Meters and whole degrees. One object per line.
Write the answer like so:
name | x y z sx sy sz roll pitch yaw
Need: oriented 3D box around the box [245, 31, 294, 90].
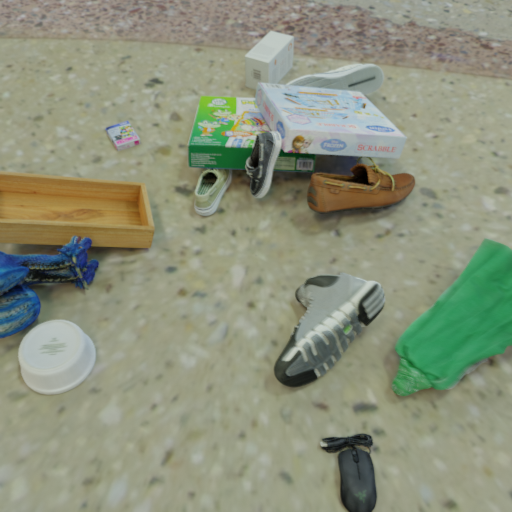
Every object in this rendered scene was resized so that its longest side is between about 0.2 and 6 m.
box | 0.364 -5.278 15.231 0.739 0.943 1.516 22 53 18

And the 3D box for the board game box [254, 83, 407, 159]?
board game box | 1.534 -3.005 12.305 2.627 0.540 2.620 0 36 -16

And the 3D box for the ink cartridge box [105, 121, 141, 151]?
ink cartridge box | -3.294 -2.990 13.755 0.595 0.209 0.998 -22 51 -19

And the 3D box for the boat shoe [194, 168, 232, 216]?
boat shoe | -0.933 -1.673 12.345 0.665 0.573 1.847 6 48 5

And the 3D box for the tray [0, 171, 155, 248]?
tray | -3.718 -0.891 11.029 3.179 0.589 1.568 3 41 -23

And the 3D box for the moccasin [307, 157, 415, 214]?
moccasin | 2.244 -1.535 11.753 2.583 0.997 0.945 -6 25 -19

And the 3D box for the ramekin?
ramekin | -3.392 1.644 9.458 1.254 0.584 1.254 0 49 0

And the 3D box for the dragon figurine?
dragon figurine | -4.513 0.653 9.659 1.922 1.138 3.867 15 36 28

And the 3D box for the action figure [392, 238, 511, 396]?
action figure | 3.534 1.287 9.563 3.320 0.908 1.961 -33 59 -18

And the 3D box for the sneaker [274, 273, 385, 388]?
sneaker | 0.984 1.163 9.848 2.467 0.925 1.424 -37 39 -20

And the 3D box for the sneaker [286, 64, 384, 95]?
sneaker | 1.887 -4.297 14.527 2.756 1.006 0.976 -12 19 -3

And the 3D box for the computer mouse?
computer mouse | 1.450 3.194 8.301 0.839 0.319 1.212 -4 49 -4

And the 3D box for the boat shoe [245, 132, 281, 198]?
boat shoe | 0.038 -1.842 11.526 0.553 1.632 0.585 -7 54 -23

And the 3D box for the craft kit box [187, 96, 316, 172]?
craft kit box | -0.059 -2.888 13.021 2.780 0.674 2.745 2 35 -1
